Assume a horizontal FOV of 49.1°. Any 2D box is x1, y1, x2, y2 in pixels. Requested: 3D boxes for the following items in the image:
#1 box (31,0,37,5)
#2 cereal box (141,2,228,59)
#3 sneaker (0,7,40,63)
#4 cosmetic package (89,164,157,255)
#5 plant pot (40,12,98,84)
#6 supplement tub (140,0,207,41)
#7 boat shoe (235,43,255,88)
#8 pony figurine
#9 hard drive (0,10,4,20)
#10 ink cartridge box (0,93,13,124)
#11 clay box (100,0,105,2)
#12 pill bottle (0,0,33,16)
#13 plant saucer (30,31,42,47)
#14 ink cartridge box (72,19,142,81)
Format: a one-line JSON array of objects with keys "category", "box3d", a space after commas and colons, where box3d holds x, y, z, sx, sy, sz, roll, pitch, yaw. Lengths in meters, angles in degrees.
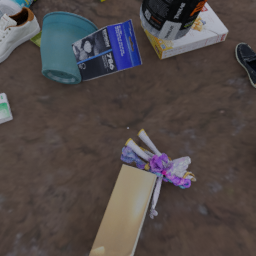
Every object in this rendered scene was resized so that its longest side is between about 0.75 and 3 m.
[{"category": "box", "box3d": [-4.002, -5.545, 11.347, 1.067, 0.253, 1.030, 26, 68, 12]}, {"category": "cereal box", "box3d": [2.009, -3.652, 10.197, 2.618, 0.517, 1.884, -19, 64, -10]}, {"category": "sneaker", "box3d": [-4.376, -3.217, 9.630, 1.007, 1.171, 2.767, 37, 70, 15]}, {"category": "cosmetic package", "box3d": [-0.125, 2.306, 6.680, 0.899, 1.331, 2.530, 17, 62, 8]}, {"category": "plant pot", "box3d": [-1.942, -2.395, 8.912, 1.838, 1.838, 1.727, 8, 79, 4]}, {"category": "supplement tub", "box3d": [1.391, -3.802, 7.454, 1.682, 2.746, 1.682, 4, 70, -10]}, {"category": "boat shoe", "box3d": [4.213, -2.218, 9.433, 0.702, 0.586, 1.883, -10, 62, -3]}, {"category": "pony figurine", "box3d": [0.800, 1.015, 7.172, 2.041, 1.970, 1.699, 37, 113, 9]}, {"category": "hard drive", "box3d": [-5.214, -4.515, 10.753, 1.449, 0.341, 2.076, 28, 66, 13]}, {"category": "ink cartridge box", "box3d": [-4.287, -0.496, 8.716, 1.169, 0.293, 0.940, -20, 64, -12]}, {"category": "clay box", "box3d": [-0.683, -5.824, 11.411, 1.577, 0.375, 0.906, -33, 68, -15]}, {"category": "pill bottle", "box3d": [-4.006, -4.870, 10.352, 0.893, 0.893, 1.611, 18, 72, 9]}, {"category": "plant saucer", "box3d": [-2.989, -3.177, 10.149, 0.775, 0.186, 0.776, 38, 69, 18]}, {"category": "ink cartridge box", "box3d": [-0.532, -1.620, 6.092, 0.366, 1.867, 0.929, -23, 102, -39]}]
